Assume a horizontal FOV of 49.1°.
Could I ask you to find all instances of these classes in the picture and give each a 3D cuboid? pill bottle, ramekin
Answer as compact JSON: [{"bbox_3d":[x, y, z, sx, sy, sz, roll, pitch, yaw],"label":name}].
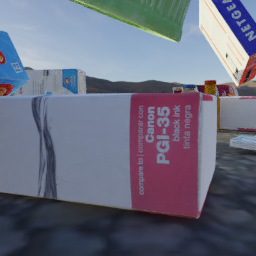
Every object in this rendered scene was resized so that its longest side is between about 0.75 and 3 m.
[{"bbox_3d":[3.612,-1.260,13.342,2.813,1.589,1.589,-1,5,-6],"label":"pill bottle"},{"bbox_3d":[-0.036,-2.539,4.875,2.534,1.238,2.534,19,18,-7],"label":"ramekin"}]

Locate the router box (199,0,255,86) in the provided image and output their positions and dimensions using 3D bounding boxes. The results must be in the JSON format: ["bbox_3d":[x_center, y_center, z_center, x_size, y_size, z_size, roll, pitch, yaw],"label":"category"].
[{"bbox_3d":[3.016,-2.780,8.337,0.632,2.587,2.322,-28,-15,8],"label":"router box"}]

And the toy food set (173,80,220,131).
[{"bbox_3d":[2.106,-0.701,8.633,1.409,1.328,2.951,1,5,16],"label":"toy food set"}]

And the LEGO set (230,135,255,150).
[{"bbox_3d":[2.949,0.079,4.574,1.816,0.597,2.430,8,9,37],"label":"LEGO set"}]

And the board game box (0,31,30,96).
[{"bbox_3d":[-2.230,-0.169,2.173,2.040,0.570,1.998,-29,-5,20],"label":"board game box"}]

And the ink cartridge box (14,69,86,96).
[{"bbox_3d":[-3.434,-1.481,12.519,2.934,2.149,1.260,1,5,11],"label":"ink cartridge box"}]

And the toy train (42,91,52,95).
[{"bbox_3d":[-1.103,-0.247,6.240,2.253,0.977,1.287,-1,14,-29],"label":"toy train"}]

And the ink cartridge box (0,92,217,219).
[{"bbox_3d":[-0.240,0.094,2.674,2.006,0.830,1.470,2,6,21],"label":"ink cartridge box"}]

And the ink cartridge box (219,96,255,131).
[{"bbox_3d":[3.650,-0.465,8.259,1.630,0.921,2.225,4,7,38],"label":"ink cartridge box"}]
